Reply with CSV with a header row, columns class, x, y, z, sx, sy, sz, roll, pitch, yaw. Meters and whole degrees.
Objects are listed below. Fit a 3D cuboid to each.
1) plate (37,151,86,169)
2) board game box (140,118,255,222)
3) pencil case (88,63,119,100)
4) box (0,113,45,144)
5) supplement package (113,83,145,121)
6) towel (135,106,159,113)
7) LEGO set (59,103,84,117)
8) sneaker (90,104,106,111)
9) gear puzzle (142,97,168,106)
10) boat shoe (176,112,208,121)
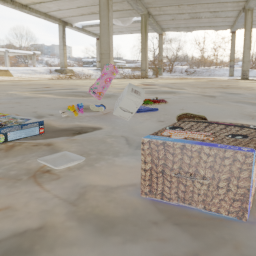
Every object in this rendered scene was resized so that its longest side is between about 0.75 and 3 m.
class,x,y,z,sx,sy,sz,roll,pitch,yaw
plate,-1.617,0.795,6.801,0.868,0.140,0.866,11,18,41
board game box,1.547,0.590,5.460,1.821,1.106,2.284,7,13,28
pencil case,-1.109,-2.099,12.654,0.745,1.703,0.745,30,-14,9
box,-4.513,-0.046,9.695,2.694,0.508,1.840,8,15,33
supplement package,0.033,-1.057,11.540,0.775,1.326,0.778,23,49,-14
towel,0.537,-1.084,15.021,1.431,0.236,1.976,-7,14,-30
LEGO set,-2.503,-0.791,13.281,1.375,0.564,0.524,-21,-7,-46
sneaker,-1.571,-1.099,14.834,0.836,0.321,0.465,9,21,20
gear puzzle,1.147,-1.646,17.252,2.642,0.346,1.368,-10,16,-38
boat shoe,2.593,-0.360,11.257,1.295,0.478,0.479,-2,19,-10
